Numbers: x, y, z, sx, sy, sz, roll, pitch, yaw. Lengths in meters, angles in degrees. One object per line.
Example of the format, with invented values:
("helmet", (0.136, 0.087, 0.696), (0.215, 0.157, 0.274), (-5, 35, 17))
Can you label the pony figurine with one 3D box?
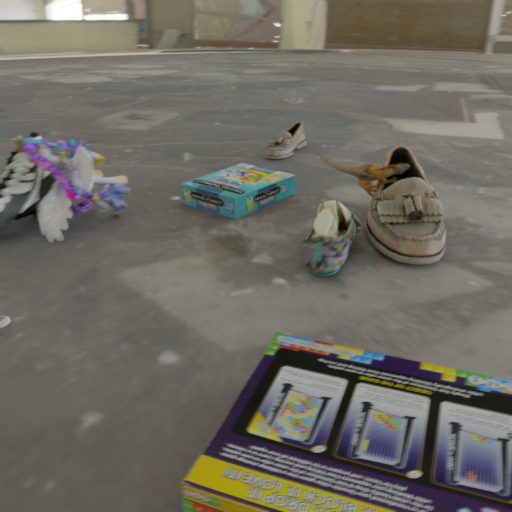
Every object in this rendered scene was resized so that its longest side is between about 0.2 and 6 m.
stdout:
("pony figurine", (-2.912, -1.201, 9.063), (1.806, 1.504, 1.743), (13, 35, -55))

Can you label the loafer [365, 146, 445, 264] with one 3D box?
("loafer", (2.341, -0.933, 9.013), (1.159, 1.014, 3.225), (3, 25, 6))

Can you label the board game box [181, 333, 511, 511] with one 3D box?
("board game box", (0.927, 1.512, 4.083), (2.321, 0.658, 1.919), (9, 28, 20))

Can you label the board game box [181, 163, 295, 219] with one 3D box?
("board game box", (-0.312, -1.255, 10.463), (1.325, 0.412, 1.755), (18, 30, 34))

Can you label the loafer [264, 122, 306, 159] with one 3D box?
("loafer", (0.702, -2.847, 13.753), (0.670, 0.586, 1.863), (11, 27, 23))

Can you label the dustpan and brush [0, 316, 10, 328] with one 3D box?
("dustpan and brush", (-4.085, 0.611, 6.218), (2.580, 0.738, 1.801), (-6, 24, 2))

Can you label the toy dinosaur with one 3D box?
("toy dinosaur", (1.744, -1.342, 9.131), (1.595, 0.482, 0.847), (5, 26, -13))

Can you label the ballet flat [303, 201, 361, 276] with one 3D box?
("ballet flat", (1.128, -0.423, 8.219), (0.734, 0.734, 2.041), (6, 25, 14))

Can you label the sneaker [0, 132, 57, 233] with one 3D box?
("sneaker", (-3.786, -0.988, 9.282), (0.819, 1.114, 2.463), (-25, 36, 26))
